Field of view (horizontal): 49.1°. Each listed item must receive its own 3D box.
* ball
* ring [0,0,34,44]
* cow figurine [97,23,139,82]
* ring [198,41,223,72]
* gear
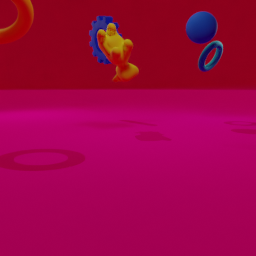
[{"bbox_3d":[2.325,-3.164,8.858,0.968,0.968,0.968,0,9,0],"label":"ball"},{"bbox_3d":[-2.761,-2.379,5.761,1.567,0.313,1.567,-16,-29,-9],"label":"ring"},{"bbox_3d":[-0.303,-2.041,7.997,0.807,1.469,1.446,-38,-10,-15],"label":"cow figurine"},{"bbox_3d":[3.096,-2.671,10.495,1.217,1.217,0.243,-9,41,-44],"label":"ring"},{"bbox_3d":[-0.887,-3.371,10.784,0.324,1.753,1.753,-17,17,-36],"label":"gear"}]
